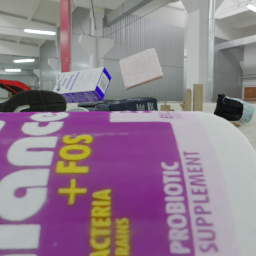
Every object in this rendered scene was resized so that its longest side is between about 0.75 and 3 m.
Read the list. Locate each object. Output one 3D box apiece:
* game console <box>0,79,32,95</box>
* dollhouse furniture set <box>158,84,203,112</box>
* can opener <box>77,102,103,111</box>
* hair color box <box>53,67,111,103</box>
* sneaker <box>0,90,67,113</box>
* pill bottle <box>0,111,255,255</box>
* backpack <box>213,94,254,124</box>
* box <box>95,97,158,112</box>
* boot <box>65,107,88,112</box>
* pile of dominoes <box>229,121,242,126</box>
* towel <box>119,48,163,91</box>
[{"bbox_3d":[-3.901,-1.331,10.095,1.356,0.238,1.533,13,-15,24],"label":"game console"},{"bbox_3d":[2.400,-1.380,14.399,2.005,1.718,2.108,-6,9,-45],"label":"dollhouse furniture set"},{"bbox_3d":[-1.726,-1.177,17.931,2.996,0.789,0.996,-1,-29,-18],"label":"can opener"},{"bbox_3d":[-1.537,-1.372,9.212,1.807,0.988,0.586,0,-33,29],"label":"hair color box"},{"bbox_3d":[-3.357,-0.539,8.594,2.814,1.062,1.619,-15,10,-17],"label":"sneaker"},{"bbox_3d":[-0.558,0.456,0.992,1.845,1.036,1.036,-1,6,-3],"label":"pill bottle"},{"bbox_3d":[4.263,-0.714,11.293,0.932,1.229,1.473,1,11,-28],"label":"backpack"},{"bbox_3d":[-0.068,-0.413,8.678,1.547,0.908,1.521,-10,9,-20],"label":"box"},{"bbox_3d":[-2.174,-0.620,12.230,1.842,0.678,0.880,3,13,31],"label":"boot"},{"bbox_3d":[3.209,-0.077,10.068,1.471,0.301,1.888,3,-1,28],"label":"pile of dominoes"},{"bbox_3d":[0.501,-2.344,11.128,1.574,1.648,0.266,-19,-35,11],"label":"towel"}]
